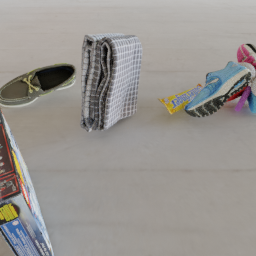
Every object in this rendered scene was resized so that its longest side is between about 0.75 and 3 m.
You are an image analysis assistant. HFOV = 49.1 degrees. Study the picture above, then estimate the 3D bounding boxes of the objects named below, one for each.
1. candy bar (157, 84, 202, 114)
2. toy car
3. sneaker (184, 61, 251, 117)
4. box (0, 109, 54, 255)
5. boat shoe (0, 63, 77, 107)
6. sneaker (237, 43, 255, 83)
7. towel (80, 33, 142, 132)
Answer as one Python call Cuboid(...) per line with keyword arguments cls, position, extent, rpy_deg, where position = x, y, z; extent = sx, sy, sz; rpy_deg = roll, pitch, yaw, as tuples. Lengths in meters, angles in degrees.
Cuboid(cls="candy bar", position=(1.735, -0.907, 8.448), extent=(2.388, 0.265, 0.596), rpy_deg=(-24, 66, -44))
Cuboid(cls="toy car", position=(3.498, -1.078, 8.395), extent=(1.590, 1.392, 1.193), rpy_deg=(39, 89, 17))
Cuboid(cls="sneaker", position=(2.396, -1.080, 7.856), extent=(1.982, 0.777, 0.891), rpy_deg=(-38, 56, 9))
Cuboid(cls="box", position=(-1.998, 0.920, 4.818), extent=(0.501, 1.719, 2.511), rpy_deg=(-21, 39, -18))
Cuboid(cls="boat shoe", position=(-2.835, -1.416, 8.802), extent=(2.610, 0.933, 0.780), rpy_deg=(-25, -2, -23))
Cuboid(cls="sneaker", position=(4.377, -1.706, 8.392), extent=(1.077, 0.908, 2.463), rpy_deg=(-40, 80, -9))
Cuboid(cls="towel", position=(-0.396, -1.200, 7.293), extent=(1.024, 2.393, 1.982), rpy_deg=(13, 24, 16))
